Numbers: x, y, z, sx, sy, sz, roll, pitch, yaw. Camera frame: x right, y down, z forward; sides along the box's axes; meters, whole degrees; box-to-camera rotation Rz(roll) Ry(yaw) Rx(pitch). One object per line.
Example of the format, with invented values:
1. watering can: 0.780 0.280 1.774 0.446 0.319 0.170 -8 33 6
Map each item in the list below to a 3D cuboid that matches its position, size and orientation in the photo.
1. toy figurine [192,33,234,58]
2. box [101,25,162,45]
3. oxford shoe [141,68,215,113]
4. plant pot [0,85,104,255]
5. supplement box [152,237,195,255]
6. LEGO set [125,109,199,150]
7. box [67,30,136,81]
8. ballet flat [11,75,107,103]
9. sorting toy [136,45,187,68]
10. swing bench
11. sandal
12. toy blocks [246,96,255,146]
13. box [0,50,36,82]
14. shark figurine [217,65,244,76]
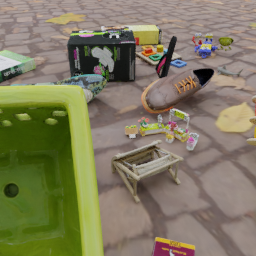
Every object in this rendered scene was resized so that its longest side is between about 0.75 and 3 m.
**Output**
1. toy figurine: 3.576 -3.388 12.251 1.783 0.941 1.068 13 65 23
2. box: 0.149 -4.527 13.665 2.876 0.721 1.082 -3 35 -6
3. oxford shoe: 1.509 -1.256 8.287 2.688 0.958 0.980 -31 2 -33
4. plant pot: -1.665 1.000 3.596 2.598 2.610 2.369 -5 -3 -6
5. supplement box: 0.500 2.263 3.622 0.586 0.755 1.368 8 35 12
6. LEGO set: 0.875 -0.082 7.121 1.897 0.706 0.872 13 36 18
7. box: -0.932 -2.678 10.297 2.321 1.442 1.724 -1 34 -4
8. ballet flat: -1.981 -0.851 8.229 2.962 1.099 1.099 -11 36 -13
9. sorting toy: 1.297 -3.214 12.022 1.590 0.385 2.823 -17 37 -23
10. swing bench: 0.362 0.783 5.848 1.105 0.721 1.111 -19 38 -25
11. sandal: 1.191 -2.210 9.377 0.396 1.758 0.660 10 22 -9
12. toy blocks: 3.267 -0.424 6.210 0.569 1.567 1.306 15 -12 -13
13. box: -5.083 -2.235 10.546 1.833 0.462 2.540 22 41 29
14. shark figurine: 3.744 -2.171 10.498 0.968 0.404 0.578 24 42 34
